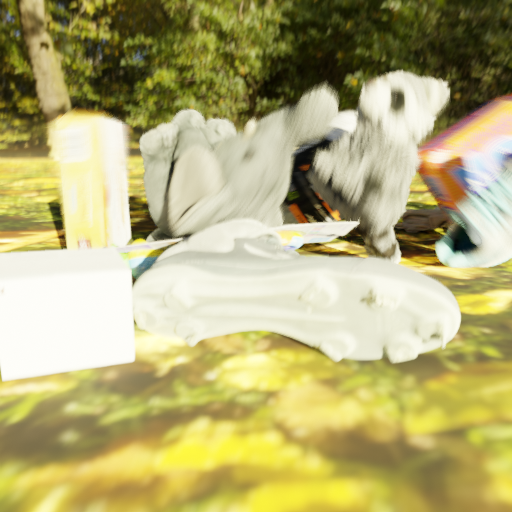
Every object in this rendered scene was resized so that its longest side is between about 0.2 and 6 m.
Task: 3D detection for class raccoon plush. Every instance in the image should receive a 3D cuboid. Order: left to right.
[{"bbox_3d":[1.725,-1.170,7.383,1.257,1.740,2.597,36,-9,29],"label":"raccoon plush"}]

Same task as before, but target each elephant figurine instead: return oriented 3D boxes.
[{"bbox_3d":[-0.382,-0.967,7.701,2.075,2.275,2.932,-27,31,-23],"label":"elephant figurine"}]

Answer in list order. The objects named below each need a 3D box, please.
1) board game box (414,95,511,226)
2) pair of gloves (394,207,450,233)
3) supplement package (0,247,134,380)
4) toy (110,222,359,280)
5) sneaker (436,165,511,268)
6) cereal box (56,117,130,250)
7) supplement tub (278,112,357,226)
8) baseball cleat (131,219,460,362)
[{"bbox_3d":[3.908,-1.376,9.256,1.832,1.833,1.834,-33,6,11],"label":"board game box"},{"bbox_3d":[4.351,-0.764,11.361,2.686,0.471,2.284,11,19,44],"label":"pair of gloves"},{"bbox_3d":[-1.719,0.441,5.015,1.079,0.830,1.129,-5,13,-20],"label":"supplement package"},{"bbox_3d":[-0.318,0.085,6.747,2.820,0.666,1.624,-3,-4,-4],"label":"toy"},{"bbox_3d":[3.261,-0.565,7.272,1.090,2.525,0.980,-13,59,-24],"label":"sneaker"},{"bbox_3d":[-2.436,-1.028,8.737,0.587,2.138,2.972,-3,13,-6],"label":"cereal box"},{"bbox_3d":[1.197,-1.361,9.495,2.540,1.556,1.556,-30,3,18],"label":"supplement tub"},{"bbox_3d":[0.307,0.156,5.205,2.959,1.032,1.575,3,36,14],"label":"baseball cleat"}]
